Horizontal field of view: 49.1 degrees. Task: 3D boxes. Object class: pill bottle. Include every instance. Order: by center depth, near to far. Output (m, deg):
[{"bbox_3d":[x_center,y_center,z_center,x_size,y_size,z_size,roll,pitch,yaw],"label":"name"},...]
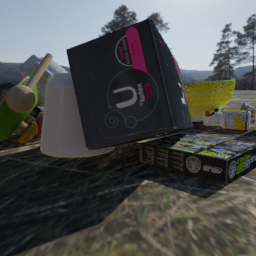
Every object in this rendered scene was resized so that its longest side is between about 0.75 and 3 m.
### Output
[{"bbox_3d":[3.213,-0.261,8.661,1.045,0.585,0.585,6,11,25],"label":"pill bottle"}]

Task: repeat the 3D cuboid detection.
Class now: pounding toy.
[{"bbox_3d":[-2.483,-0.316,6.842,2.541,1.179,1.961,-35,22,36],"label":"pounding toy"}]

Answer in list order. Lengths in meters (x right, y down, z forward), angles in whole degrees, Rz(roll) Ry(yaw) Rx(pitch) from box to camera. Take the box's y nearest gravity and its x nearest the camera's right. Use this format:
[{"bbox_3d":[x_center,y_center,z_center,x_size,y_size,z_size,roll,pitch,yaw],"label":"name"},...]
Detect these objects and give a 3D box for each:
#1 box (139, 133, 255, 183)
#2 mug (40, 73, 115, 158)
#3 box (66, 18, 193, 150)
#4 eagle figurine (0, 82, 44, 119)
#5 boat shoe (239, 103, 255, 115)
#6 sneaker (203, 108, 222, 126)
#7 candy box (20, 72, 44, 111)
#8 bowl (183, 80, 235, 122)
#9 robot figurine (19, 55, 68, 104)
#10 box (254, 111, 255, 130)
[{"bbox_3d":[1.274,0.458,5.058,1.699,0.376,1.361,8,13,43],"label":"box"},{"bbox_3d":[-1.265,-0.363,6.145,1.996,1.639,1.599,6,12,33],"label":"mug"},{"bbox_3d":[0.267,-0.628,5.457,1.495,1.723,2.818,-14,-3,18],"label":"box"},{"bbox_3d":[-3.686,-0.739,9.658,1.396,1.388,1.840,6,-7,-6],"label":"eagle figurine"},{"bbox_3d":[5.332,-0.788,12.442,0.443,0.514,1.429,27,15,4],"label":"boat shoe"},{"bbox_3d":[3.220,-0.376,9.369,1.405,0.595,0.511,-1,8,-15],"label":"sneaker"},{"bbox_3d":[-4.937,-2.082,14.440,0.954,2.236,2.666,-4,10,-24],"label":"candy box"},{"bbox_3d":[2.580,-0.982,10.269,2.580,1.388,2.580,-4,7,1],"label":"bowl"},{"bbox_3d":[-2.667,-1.513,9.861,2.478,1.399,2.101,39,-9,14],"label":"robot figurine"},{"bbox_3d":[4.936,-0.560,9.145,0.697,1.046,2.780,9,12,42],"label":"box"}]
